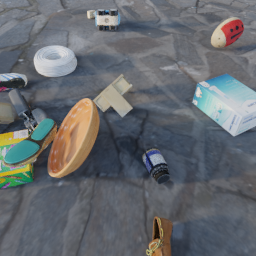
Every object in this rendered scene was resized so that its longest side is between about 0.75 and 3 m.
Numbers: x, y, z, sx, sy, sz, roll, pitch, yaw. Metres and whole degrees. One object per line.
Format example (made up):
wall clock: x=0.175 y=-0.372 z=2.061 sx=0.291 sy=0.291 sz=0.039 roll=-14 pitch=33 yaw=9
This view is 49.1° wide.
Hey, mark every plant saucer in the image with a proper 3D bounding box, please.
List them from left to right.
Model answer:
plant saucer: x=-1.723 y=0.346 z=9.076 sx=0.509 sy=2.721 sz=2.721 roll=27 pitch=35 yaw=-28

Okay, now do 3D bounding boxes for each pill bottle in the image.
pill bottle: x=0.936 y=1.237 z=9.158 sx=0.638 sy=0.638 sz=1.141 roll=-13 pitch=46 yaw=-13

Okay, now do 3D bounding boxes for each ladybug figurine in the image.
ladybug figurine: x=5.388 y=-5.022 z=14.877 sx=2.089 sy=1.418 sz=0.751 roll=-36 pitch=49 yaw=-8

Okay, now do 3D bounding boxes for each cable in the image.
cable: x=-3.592 y=-3.350 z=13.940 sx=2.067 sy=0.716 sz=2.066 roll=7 pitch=44 yaw=7

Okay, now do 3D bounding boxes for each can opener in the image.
can opener: x=-3.764 y=-0.661 z=10.930 sx=0.960 sy=0.766 sz=2.871 roll=-34 pitch=53 yaw=-7

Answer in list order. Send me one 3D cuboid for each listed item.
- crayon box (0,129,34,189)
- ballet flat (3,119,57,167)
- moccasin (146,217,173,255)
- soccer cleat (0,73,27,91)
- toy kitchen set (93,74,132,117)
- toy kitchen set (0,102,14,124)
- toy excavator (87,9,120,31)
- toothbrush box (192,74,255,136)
crayon box: x=-3.886 y=0.994 z=9.445 sx=1.192 sy=0.585 sz=2.007 roll=-11 pitch=45 yaw=-11
ballet flat: x=-3.004 y=0.613 z=8.917 sx=0.828 sy=0.828 sz=2.344 roll=14 pitch=40 yaw=14
moccasin: x=0.780 y=3.044 z=7.160 sx=0.653 sy=0.619 sz=1.692 roll=26 pitch=45 yaw=-9
soccer cleat: x=-5.639 y=-2.102 z=12.737 sx=2.080 sy=0.727 sz=0.898 roll=-2 pitch=31 yaw=-8
toy kitchen set: x=-0.388 y=-1.207 z=11.905 sx=1.597 sy=1.441 sz=1.303 roll=-42 pitch=93 yaw=3
toy kitchen set: x=-5.586 y=-0.005 z=10.586 sx=1.854 sy=1.672 sz=1.512 roll=-19 pitch=79 yaw=27
toy excavator: x=-1.576 y=-6.970 z=17.683 sx=2.280 sy=1.171 sz=2.344 roll=2 pitch=30 yaw=4
toothbrush box: x=4.083 y=-1.001 z=11.176 sx=1.757 sy=1.024 sz=2.400 roll=-21 pitch=47 yaw=-26
